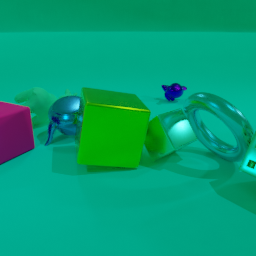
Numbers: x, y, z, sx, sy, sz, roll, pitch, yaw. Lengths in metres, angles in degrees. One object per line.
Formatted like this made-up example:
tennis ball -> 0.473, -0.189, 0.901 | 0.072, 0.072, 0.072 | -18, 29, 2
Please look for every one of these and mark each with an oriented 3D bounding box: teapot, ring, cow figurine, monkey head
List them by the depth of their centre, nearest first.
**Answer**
ring -> 1.904, 0.000, 5.993 | 0.361, 1.806, 1.806 | -41, 35, -15
teapot -> -1.545, -0.243, 7.454 | 1.159, 0.913, 1.865 | 24, 47, 30
cow figurine -> -2.314, -0.764, 8.410 | 1.610, 1.636, 0.898 | -27, 66, -3
monkey head -> 1.720, -1.510, 10.869 | 1.189, 0.717, 0.855 | -6, 57, -43

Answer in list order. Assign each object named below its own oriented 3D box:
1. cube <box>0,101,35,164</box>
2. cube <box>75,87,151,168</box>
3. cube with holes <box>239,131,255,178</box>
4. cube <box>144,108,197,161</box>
cube -> -3.007, 0.073, 6.556 | 1.073, 1.073, 1.073 | 12, 24, 28
cube -> -0.411, -0.035, 6.136 | 1.316, 1.316, 1.316 | 6, 20, -15
cube with holes -> 2.786, 0.546, 4.834 | 1.029, 1.029, 1.029 | 24, 0, -43
cube -> 0.873, 0.151, 6.280 | 0.811, 0.811, 0.811 | -18, -13, -38
